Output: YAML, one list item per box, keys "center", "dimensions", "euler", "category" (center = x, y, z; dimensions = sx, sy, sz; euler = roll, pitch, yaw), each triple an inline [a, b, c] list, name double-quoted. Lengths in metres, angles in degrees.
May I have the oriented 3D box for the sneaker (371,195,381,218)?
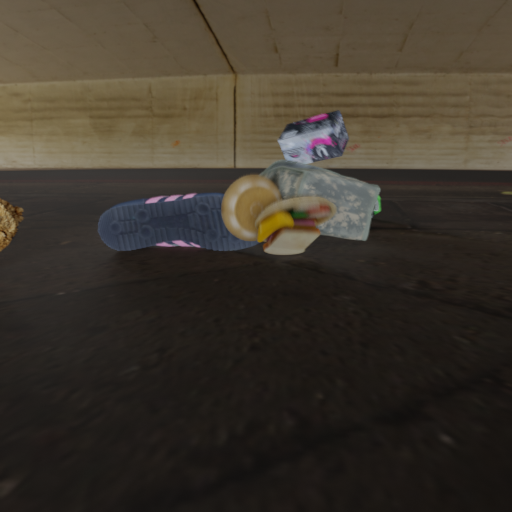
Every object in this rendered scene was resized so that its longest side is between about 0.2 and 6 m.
- center: [2.246, -1.309, 13.068]
  dimensions: [1.136, 1.040, 2.666]
  euler: [5, 12, 24]
  category: "sneaker"

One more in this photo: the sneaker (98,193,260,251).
- center: [-1.188, -0.663, 9.769]
  dimensions: [2.875, 1.009, 1.179]
  euler: [1, 14, 1]
  category: "sneaker"

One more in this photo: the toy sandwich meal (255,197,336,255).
- center: [0.588, -0.435, 8.423]
  dimensions: [1.378, 0.472, 1.378]
  euler: [-9, -17, -3]
  category: "toy sandwich meal"

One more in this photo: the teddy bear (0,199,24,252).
- center: [-4.753, -0.190, 7.763]
  dimensions: [2.910, 0.972, 2.110]
  euler: [-2, -8, -12]
  category: "teddy bear"

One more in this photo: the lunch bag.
- center: [0.988, -1.068, 10.324]
  dimensions: [1.643, 1.178, 2.004]
  euler: [9, 9, -26]
  category: "lunch bag"

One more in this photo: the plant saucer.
- center: [-0.023, -0.760, 9.074]
  dimensions: [1.083, 1.083, 0.192]
  euler: [-4, 13, -22]
  category: "plant saucer"

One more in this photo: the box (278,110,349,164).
- center: [1.072, -2.148, 10.396]
  dimensions: [1.092, 0.627, 0.722]
  euler: [-9, 35, 29]
  category: "box"
